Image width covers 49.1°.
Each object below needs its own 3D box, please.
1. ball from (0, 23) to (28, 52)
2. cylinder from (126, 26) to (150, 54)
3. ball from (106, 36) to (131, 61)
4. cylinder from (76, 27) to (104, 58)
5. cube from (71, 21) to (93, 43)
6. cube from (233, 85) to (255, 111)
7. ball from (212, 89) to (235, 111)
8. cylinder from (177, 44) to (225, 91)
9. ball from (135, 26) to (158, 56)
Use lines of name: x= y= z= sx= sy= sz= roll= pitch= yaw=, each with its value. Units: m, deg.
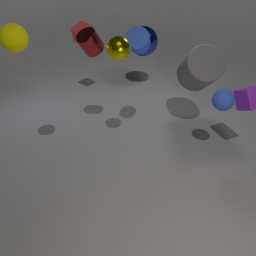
ball: x=-2.875 y=-2.262 z=7.045 sx=0.700 sy=0.700 sz=0.700 roll=0 pitch=33 yaw=0
cylinder: x=0.331 y=-2.742 z=8.783 sx=0.700 sy=0.700 sz=0.700 roll=5 pitch=2 yaw=8
ball: x=-0.269 y=-2.259 z=7.981 sx=0.700 sy=0.700 sz=0.700 roll=0 pitch=33 yaw=0
cylinder: x=-1.231 y=-2.786 z=9.114 sx=0.700 sy=0.700 sz=0.700 roll=-12 pitch=57 yaw=19
cube: x=-1.953 y=-4.101 z=12.176 sx=0.700 sy=0.700 sz=0.700 roll=31 pitch=61 yaw=24
cube: x=4.012 y=-0.982 z=9.187 sx=0.700 sy=0.700 sz=0.700 roll=-16 pitch=8 yaw=-16
ball: x=3.030 y=-0.893 z=8.904 sx=0.700 sy=0.700 sz=0.700 roll=0 pitch=33 yaw=0
cylinder: x=2.684 y=-2.205 z=10.471 sx=1.400 sy=1.400 sz=1.400 roll=-4 pitch=-6 yaw=-7
ball: x=0.745 y=-4.171 z=13.470 sx=1.400 sy=1.400 sz=1.400 roll=0 pitch=33 yaw=0
